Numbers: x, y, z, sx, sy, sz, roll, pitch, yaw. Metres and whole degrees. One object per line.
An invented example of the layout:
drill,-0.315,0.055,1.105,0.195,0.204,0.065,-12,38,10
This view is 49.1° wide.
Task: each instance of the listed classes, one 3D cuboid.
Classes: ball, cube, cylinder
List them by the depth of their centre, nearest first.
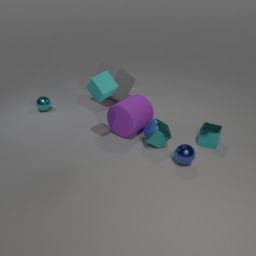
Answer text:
ball,1.934,0.891,9.524,0.700,0.700,0.700,0,29,0
cube,-0.894,-1.422,9.666,0.700,0.700,0.700,-35,88,-31
cube,1.092,0.193,10.450,0.700,0.700,0.700,28,33,-28
cube,3.142,0.292,10.730,0.700,0.700,0.700,15,32,24
cylinder,0.104,-0.512,11.432,1.400,1.400,1.400,20,35,32
ball,-4.011,-1.159,13.316,0.700,0.700,0.700,0,29,0
cube,-0.769,-2.255,13.879,1.400,1.400,1.400,25,-5,43
